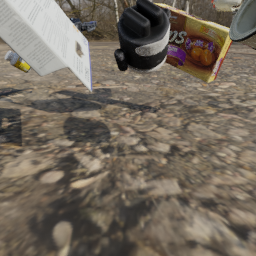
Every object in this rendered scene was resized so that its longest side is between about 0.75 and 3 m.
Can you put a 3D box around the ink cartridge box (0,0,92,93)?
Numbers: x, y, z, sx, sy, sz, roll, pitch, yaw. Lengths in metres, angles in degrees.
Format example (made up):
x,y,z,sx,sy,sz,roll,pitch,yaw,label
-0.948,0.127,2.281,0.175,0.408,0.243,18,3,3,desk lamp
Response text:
x,y,z,sx,sy,sz,roll,pitch,yaw,label
-1.920,-2.266,5.628,0.649,2.996,2.942,-32,34,13,ink cartridge box

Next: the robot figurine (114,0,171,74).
x,y,z,sx,sy,sz,roll,pitch,yaw,label
0.435,-2.548,8.023,1.741,1.446,2.317,-8,-21,2,robot figurine

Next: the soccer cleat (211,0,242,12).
x,y,z,sx,sy,sz,roll,pitch,yaw,label
3.067,-3.868,8.556,0.814,0.727,2.099,23,28,12,soccer cleat

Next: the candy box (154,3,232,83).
x,y,z,sx,sy,sz,roll,pitch,yaw,label
1.770,-2.733,8.828,2.697,1.573,0.761,33,34,24,candy box

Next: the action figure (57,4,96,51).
x,y,z,sx,sy,sz,roll,pitch,yaw,label
-2.248,-3.436,8.918,2.722,1.424,2.633,-15,48,-15,action figure

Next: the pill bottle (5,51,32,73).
x,y,z,sx,sy,sz,roll,pitch,yaw,label
-3.818,-2.329,9.813,0.873,0.489,0.489,28,-2,-43,pill bottle

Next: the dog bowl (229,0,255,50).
x,y,z,sx,sy,sz,roll,pitch,yaw,label
2.568,-2.061,4.695,0.650,1.762,1.762,31,17,-12,dog bowl
